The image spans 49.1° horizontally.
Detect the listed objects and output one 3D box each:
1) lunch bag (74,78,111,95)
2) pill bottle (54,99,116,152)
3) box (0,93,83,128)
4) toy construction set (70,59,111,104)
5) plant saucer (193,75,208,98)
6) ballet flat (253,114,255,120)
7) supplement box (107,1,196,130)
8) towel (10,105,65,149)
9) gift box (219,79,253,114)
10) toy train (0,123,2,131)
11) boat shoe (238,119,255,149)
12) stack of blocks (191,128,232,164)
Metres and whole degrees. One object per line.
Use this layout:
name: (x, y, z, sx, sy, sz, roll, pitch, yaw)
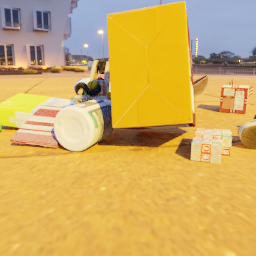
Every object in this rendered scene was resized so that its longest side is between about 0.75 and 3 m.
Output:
lunch bag: (-1.752, -2.051, 14.841, 1.762, 1.320, 2.072, 1, 4, 4)
pill bottle: (-0.941, -0.164, 7.321, 1.099, 1.099, 1.943, 5, 14, 21)
box: (-2.691, -0.511, 9.004, 2.610, 0.622, 1.591, 8, 25, 8)
toy construction set: (-0.650, -0.797, 9.423, 2.678, 2.234, 2.058, 21, 38, -8)
plant saucer: (2.087, -1.223, 11.056, 2.591, 0.446, 2.591, -32, 3, 2)
ballet flat: (4.781, 0.010, 8.181, 2.149, 0.498, 0.724, 13, 13, 26)
supplement box: (0.765, -1.303, 7.286, 1.764, 2.620, 2.656, -4, -3, 15)
towel: (-2.157, -0.081, 7.575, 1.262, 0.199, 1.752, 6, 35, 10)
gift box: (4.606, -1.348, 11.929, 1.241, 1.345, 1.256, 11, 15, 22)
toy train: (-4.482, -0.292, 8.349, 1.652, 0.345, 0.466, 27, 33, 13)
boat shoe: (3.949, 0.039, 6.965, 2.367, 0.876, 0.786, 1, 19, 3)
stack of blocks: (1.959, 0.377, 6.515, 0.829, 0.422, 1.439, 4, 14, 18)
